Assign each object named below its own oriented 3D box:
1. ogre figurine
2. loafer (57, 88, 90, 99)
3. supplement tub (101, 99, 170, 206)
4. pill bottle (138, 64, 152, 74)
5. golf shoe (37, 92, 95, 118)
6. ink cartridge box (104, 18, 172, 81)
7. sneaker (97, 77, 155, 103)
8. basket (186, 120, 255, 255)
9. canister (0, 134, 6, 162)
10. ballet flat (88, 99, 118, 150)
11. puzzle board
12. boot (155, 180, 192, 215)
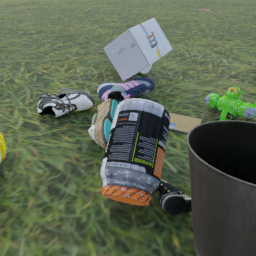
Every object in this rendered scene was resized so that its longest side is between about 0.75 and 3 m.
[{"bbox_3d":[3.893,-0.800,10.075,1.554,1.272,2.593,-8,44,-46],"label":"ogre figurine"},{"bbox_3d":[-2.179,-1.193,11.274,1.638,0.616,0.571,11,42,29],"label":"loafer"},{"bbox_3d":[0.172,0.592,6.793,1.429,1.429,2.333,8,68,13],"label":"supplement tub"},{"bbox_3d":[0.237,-3.486,14.287,1.157,1.157,2.085,-23,39,-31],"label":"pill bottle"},{"bbox_3d":[-2.314,-0.754,10.471,2.137,0.831,1.010,-2,48,2],"label":"golf shoe"},{"bbox_3d":[0.444,-3.267,11.650,1.601,1.594,2.204,-23,13,43],"label":"ink cartridge box"},{"bbox_3d":[0.034,-1.416,11.424,2.467,0.866,1.012,-13,42,-11],"label":"sneaker"},{"bbox_3d":[2.083,1.444,5.102,2.352,2.609,1.774,14,35,20],"label":"basket"},{"bbox_3d":[-4.244,1.179,6.984,1.876,1.093,2.527,-6,34,-9],"label":"canister"},{"bbox_3d":[-0.802,-0.025,9.272,0.904,0.976,2.768,-21,26,15],"label":"ballet flat"},{"bbox_3d":[1.856,-0.165,10.006,1.365,0.119,1.029,13,36,21],"label":"puzzle board"},{"bbox_3d":[0.908,1.578,6.561,0.971,0.464,1.285,29,6,42],"label":"boot"}]
